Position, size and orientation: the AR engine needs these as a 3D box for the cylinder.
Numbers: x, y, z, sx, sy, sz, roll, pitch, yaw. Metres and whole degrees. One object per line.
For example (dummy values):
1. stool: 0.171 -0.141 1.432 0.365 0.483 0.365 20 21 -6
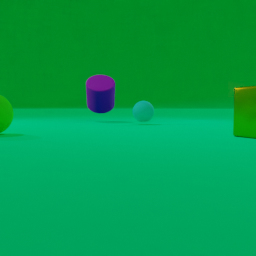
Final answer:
1. cylinder: -1.054 -1.310 10.814 1.095 1.095 1.095 3 44 -2

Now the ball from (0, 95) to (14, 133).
1. ball: -2.860 -0.293 5.833 0.879 0.879 0.879 0 4 0

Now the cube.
1. cube: 2.726 -0.306 5.344 0.971 0.971 0.971 -2 5 -30

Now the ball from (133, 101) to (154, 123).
1. ball: 0.513 -0.542 9.304 0.719 0.719 0.719 0 4 0
